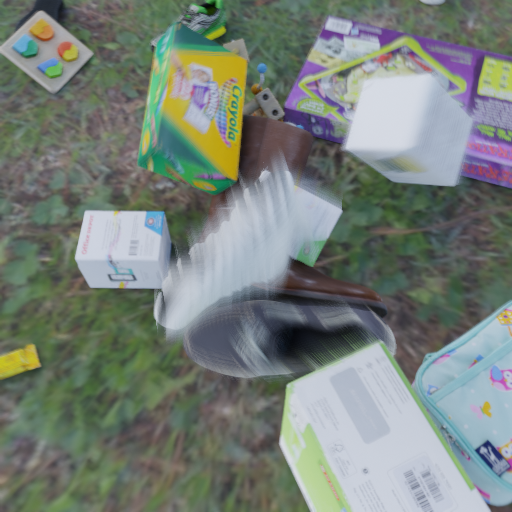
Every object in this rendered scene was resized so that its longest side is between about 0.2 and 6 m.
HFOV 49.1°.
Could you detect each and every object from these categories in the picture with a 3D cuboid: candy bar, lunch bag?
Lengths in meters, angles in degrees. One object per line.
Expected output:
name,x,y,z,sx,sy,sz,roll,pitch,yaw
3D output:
candy bar,-3.801,1.654,7.720,1.571,0.174,0.392,-20,57,-11
lunch bag,3.264,1.765,7.197,2.467,0.951,1.979,-30,63,-17

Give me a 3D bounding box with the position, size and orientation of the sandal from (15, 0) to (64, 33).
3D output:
sandal,-4.349,-4.789,11.538,0.743,0.473,1.976,1,46,2

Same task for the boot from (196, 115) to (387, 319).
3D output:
boot,0.608,-0.727,8.508,3.073,1.059,3.297,10,64,8

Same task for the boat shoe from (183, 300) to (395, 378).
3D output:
boat shoe,0.217,0.943,6.696,2.721,0.853,0.989,-2,73,24

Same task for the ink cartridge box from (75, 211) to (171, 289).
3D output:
ink cartridge box,-1.943,-0.083,8.367,1.188,0.867,0.871,1,59,1

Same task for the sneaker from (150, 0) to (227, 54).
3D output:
sneaker,-1.380,-4.565,11.147,0.726,0.793,1.861,39,67,21

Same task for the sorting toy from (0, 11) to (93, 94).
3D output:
sorting toy,-3.993,-3.942,10.745,1.244,0.245,1.344,38,61,-14

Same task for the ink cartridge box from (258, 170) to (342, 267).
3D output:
ink cartridge box,0.416,-0.517,7.574,1.185,0.498,0.858,27,96,-2

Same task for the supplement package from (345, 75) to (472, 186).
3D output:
supplement package,2.281,-1.809,8.316,1.100,1.450,1.092,12,84,45

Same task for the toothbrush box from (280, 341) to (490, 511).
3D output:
toothbrush box,1.137,2.326,5.904,1.100,2.556,1.861,-22,61,-13

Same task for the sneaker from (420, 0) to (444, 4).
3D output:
sneaker,3.483,-6.820,11.884,1.024,1.861,2.541,-21,61,-12

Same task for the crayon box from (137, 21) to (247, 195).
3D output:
crayon box,-0.916,-2.191,8.417,1.330,0.653,2.240,18,65,-33

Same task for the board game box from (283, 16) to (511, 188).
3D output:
board game box,3.068,-2.877,10.234,4.571,0.738,2.743,18,56,11

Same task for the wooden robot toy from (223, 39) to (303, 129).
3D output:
wooden robot toy,0.010,-2.630,9.900,0.986,1.016,2.239,-31,100,9

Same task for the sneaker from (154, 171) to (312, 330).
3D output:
sneaker,-0.174,0.047,6.580,2.401,0.973,0.902,-47,25,-24
